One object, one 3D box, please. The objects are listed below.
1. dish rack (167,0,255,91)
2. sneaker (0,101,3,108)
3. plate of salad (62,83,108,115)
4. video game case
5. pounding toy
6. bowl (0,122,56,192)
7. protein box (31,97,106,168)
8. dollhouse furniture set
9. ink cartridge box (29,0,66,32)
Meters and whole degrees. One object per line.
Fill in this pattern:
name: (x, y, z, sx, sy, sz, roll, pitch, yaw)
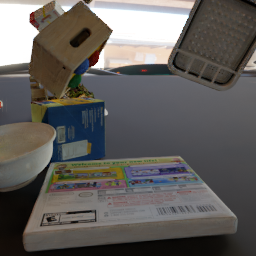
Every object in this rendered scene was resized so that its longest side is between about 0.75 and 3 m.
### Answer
dish rack: (2.746, -2.744, 8.665, 2.440, 2.844, 0.619, 18, 30, -11)
sneaker: (-6.970, -1.146, 13.552, 1.633, 0.629, 0.693, -2, 18, -10)
plate of salad: (-2.058, -1.484, 12.284, 2.896, 0.696, 2.896, 31, 13, -8)
video game case: (-0.062, 1.077, 4.776, 2.787, 0.307, 2.537, -2, 14, -7)
pounding toy: (-0.866, -1.879, 5.652, 1.976, 1.029, 2.249, -52, 7, -28)
bowl: (-2.251, 0.604, 5.297, 1.887, 0.848, 1.887, -5, 21, 2)
protein box: (-1.384, 0.055, 6.645, 1.432, 1.421, 0.966, -11, 17, -38)
dollhouse furniture set: (-3.087, -1.146, 11.087, 1.370, 1.807, 2.062, -6, -12, -19)
ink cartridge box: (-3.085, -4.272, 10.970, 1.271, 0.530, 0.922, -18, -29, 20)
